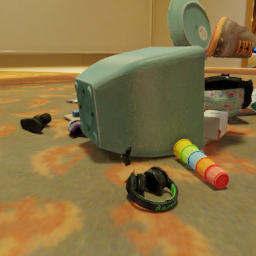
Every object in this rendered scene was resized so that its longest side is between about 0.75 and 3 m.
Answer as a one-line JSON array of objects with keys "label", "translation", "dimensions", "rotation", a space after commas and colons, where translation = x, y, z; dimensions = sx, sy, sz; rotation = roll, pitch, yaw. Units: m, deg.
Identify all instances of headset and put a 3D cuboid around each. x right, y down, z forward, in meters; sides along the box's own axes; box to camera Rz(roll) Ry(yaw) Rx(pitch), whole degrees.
[{"label": "headset", "translation": [0.338, 0.945, 5.325], "dimensions": [0.904, 0.688, 1.464], "rotation": [-9, 29, -31]}]

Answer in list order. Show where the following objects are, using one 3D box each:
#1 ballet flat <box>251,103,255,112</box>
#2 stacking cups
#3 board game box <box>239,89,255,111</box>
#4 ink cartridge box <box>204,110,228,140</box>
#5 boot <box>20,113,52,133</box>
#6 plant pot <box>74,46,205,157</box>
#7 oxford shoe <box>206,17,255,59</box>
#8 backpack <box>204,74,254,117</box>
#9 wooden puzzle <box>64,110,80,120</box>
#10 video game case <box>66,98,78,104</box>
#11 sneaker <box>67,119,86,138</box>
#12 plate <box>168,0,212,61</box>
[{"label": "ballet flat", "translation": [6.386, -0.791, 11.536], "dimensions": [0.913, 0.913, 2.630], "rotation": [-9, 18, -30]}, {"label": "stacking cups", "translation": [1.620, 0.823, 6.329], "dimensions": [0.531, 0.531, 1.754], "rotation": [-4, 21, -15]}, {"label": "board game box", "translation": [4.749, -1.380, 12.760], "dimensions": [2.324, 0.301, 2.325], "rotation": [-26, 21, -9]}, {"label": "ink cartridge box", "translation": [2.750, -0.121, 9.081], "dimensions": [0.720, 0.723, 0.995], "rotation": [10, 18, 32]}, {"label": "boot", "translation": [-3.056, -0.206, 9.827], "dimensions": [1.301, 0.489, 0.973], "rotation": [14, 21, 42]}, {"label": "plant pot", "translation": [0.134, -0.705, 7.817], "dimensions": [2.835, 2.783, 2.776], "rotation": [-14, 20, -23]}, {"label": "oxford shoe", "translation": [2.945, -2.378, 7.643], "dimensions": [1.048, 1.025, 2.876], "rotation": [29, 35, 20]}, {"label": "backpack", "translation": [3.288, -1.212, 11.047], "dimensions": [2.573, 1.629, 2.148], "rotation": [-8, 13, -4]}, {"label": "wooden puzzle", "translation": [-1.500, -0.497, 11.066], "dimensions": [1.571, 0.393, 1.696], "rotation": [-12, 19, -36]}, {"label": "video game case", "translation": [-2.781, -1.444, 14.946], "dimensions": [0.698, 0.138, 0.770], "rotation": [9, 18, 30]}, {"label": "sneaker", "translation": [-1.105, -0.006, 9.156], "dimensions": [1.707, 0.635, 0.747], "rotation": [-14, 28, -9]}, {"label": "plate", "translation": [2.072, -3.118, 8.743], "dimensions": [2.247, 2.247, 0.287], "rotation": [-14, 5, -41]}]
